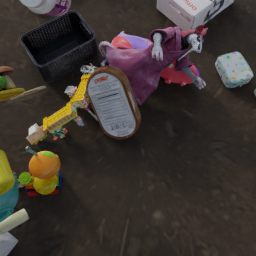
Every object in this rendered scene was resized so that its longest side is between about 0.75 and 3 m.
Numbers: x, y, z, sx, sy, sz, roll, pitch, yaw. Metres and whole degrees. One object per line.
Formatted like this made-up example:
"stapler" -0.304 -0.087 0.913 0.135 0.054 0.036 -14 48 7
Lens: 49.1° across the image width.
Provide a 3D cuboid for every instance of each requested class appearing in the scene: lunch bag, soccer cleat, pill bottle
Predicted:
"lunch bag" 3.389 -1.839 8.916 0.909 0.437 1.134 -17 70 -9
"soccer cleat" 0.873 -2.274 8.848 2.973 0.992 1.137 19 62 9
"pill bottle" -2.185 -3.468 7.349 0.935 1.666 0.935 3 110 8

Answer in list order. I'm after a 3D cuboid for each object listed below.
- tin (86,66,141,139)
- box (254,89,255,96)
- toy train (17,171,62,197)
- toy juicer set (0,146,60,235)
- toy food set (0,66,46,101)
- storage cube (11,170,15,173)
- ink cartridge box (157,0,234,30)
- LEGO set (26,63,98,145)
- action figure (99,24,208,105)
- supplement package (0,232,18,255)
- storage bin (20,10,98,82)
"tin" -0.385 -0.647 7.725 1.188 2.122 0.444 -14 23 18
"box" 5.123 -1.074 8.098 2.196 1.404 1.196 -11 69 -4
"toy train" -2.641 1.408 7.385 1.606 0.929 0.680 -6 69 -2
"toy juicer set" -2.229 1.221 5.089 0.752 2.764 1.758 51 34 18
"toy food set" -2.928 -0.893 5.931 1.198 2.036 0.665 -12 98 31
"storage cube" -3.806 1.341 7.350 1.133 0.969 1.019 27 77 10
"ink cartridge box" 2.401 -4.598 9.682 2.356 0.994 1.706 -39 74 -14
"LEGO set" -1.515 -0.454 8.273 1.378 1.115 2.997 22 72 45
"action figure" 0.883 -1.990 7.906 2.939 1.969 2.189 -32 47 15
"supplement package" -3.965 2.641 6.771 1.976 1.183 1.198 32 72 12
"storage bin" -2.134 -2.591 8.936 2.048 0.960 1.385 -33 72 -11
